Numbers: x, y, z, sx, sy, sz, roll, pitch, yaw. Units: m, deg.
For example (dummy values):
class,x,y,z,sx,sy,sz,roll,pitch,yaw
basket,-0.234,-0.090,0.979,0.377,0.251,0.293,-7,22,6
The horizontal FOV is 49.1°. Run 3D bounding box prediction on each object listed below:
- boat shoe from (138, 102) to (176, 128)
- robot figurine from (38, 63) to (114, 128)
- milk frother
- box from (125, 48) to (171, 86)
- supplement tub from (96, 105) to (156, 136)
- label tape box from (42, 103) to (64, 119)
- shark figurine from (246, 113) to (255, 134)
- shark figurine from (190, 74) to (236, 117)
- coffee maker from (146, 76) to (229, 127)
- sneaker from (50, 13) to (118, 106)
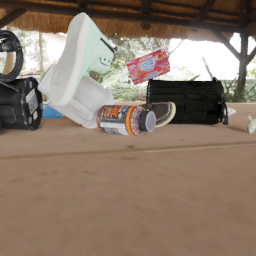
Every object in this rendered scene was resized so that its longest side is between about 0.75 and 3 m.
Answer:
class,x,y,z,sx,sy,sz,roll,pitch,yaw
boat shoe,0.575,-0.400,8.735,0.670,0.757,2.067,15,-20,-34
robot figurine,-1.581,-0.999,9.316,2.698,1.524,2.288,33,19,-20
milk frother,-4.237,-1.255,8.165,2.705,2.876,2.596,0,11,2
box,0.822,-2.416,11.168,1.643,0.784,0.819,-20,-14,4
supplement tub,-0.044,-0.227,7.892,1.598,0.854,0.854,4,8,32
label tape box,-4.115,-0.893,14.279,1.589,0.697,2.204,-1,6,-9
shark figurine,4.121,-0.091,8.620,1.304,0.544,0.779,-8,42,-8
shark figurine,3.830,-1.285,14.623,1.845,3.088,1.288,-35,-19,-26
coffee maker,2.052,-1.027,10.456,2.758,1.857,2.649,0,7,5
sneaker,-0.853,-1.255,6.006,0.759,2.063,1.217,0,-21,40
